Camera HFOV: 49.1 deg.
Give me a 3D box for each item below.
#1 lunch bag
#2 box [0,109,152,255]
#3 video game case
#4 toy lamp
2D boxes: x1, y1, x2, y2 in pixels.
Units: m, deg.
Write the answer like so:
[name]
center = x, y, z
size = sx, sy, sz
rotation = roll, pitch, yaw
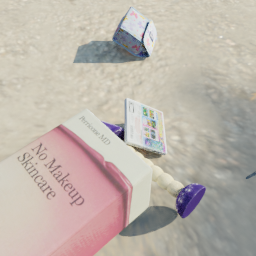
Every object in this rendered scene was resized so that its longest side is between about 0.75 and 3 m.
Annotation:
[lunch bag]
center = 0.347, -3.194, 9.507
size = 1.397, 0.888, 1.184
rotation = 33, 58, -19
[box]
center = -1.279, 1.374, 4.963
size = 2.987, 1.627, 1.910
rotation = -36, 60, -24
[video game case]
center = 0.430, -0.038, 6.965
size = 1.172, 0.152, 1.287
rotation = 19, 51, -28
[toy lamp]
center = 0.231, 0.764, 6.259
size = 0.873, 0.873, 3.000
rotation = -36, 54, -27
